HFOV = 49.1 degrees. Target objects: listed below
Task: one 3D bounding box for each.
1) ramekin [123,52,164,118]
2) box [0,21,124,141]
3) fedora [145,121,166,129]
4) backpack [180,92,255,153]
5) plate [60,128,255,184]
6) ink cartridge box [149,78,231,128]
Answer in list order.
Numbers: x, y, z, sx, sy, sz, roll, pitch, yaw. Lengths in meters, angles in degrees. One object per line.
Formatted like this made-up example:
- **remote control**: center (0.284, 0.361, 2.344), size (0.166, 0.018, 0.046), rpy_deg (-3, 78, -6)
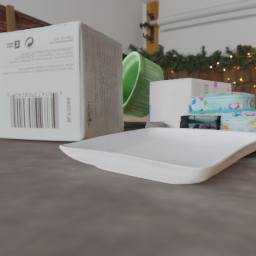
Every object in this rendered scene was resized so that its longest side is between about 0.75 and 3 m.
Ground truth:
- **ramekin**: center (0.344, -1.650, 11.370), size (1.246, 2.552, 2.552), rpy_deg (18, -4, -24)
- **box**: center (-1.771, -1.100, 7.630), size (2.733, 2.746, 2.352), rpy_deg (1, 2, 24)
- **fedora**: center (0.770, 0.034, 7.914), size (0.896, 0.457, 1.013), rpy_deg (1, 4, 2)
- **backpack**: center (1.937, -0.085, 5.336), size (1.593, 1.199, 1.414), rpy_deg (9, 9, 34)
- **plate**: center (0.573, 0.316, 4.016), size (2.233, 0.362, 2.237), rpy_deg (3, 9, 41)
- **ink cartridge box**: center (2.111, -0.634, 8.996), size (2.534, 1.629, 1.587), rpy_deg (-1, 4, -42)
